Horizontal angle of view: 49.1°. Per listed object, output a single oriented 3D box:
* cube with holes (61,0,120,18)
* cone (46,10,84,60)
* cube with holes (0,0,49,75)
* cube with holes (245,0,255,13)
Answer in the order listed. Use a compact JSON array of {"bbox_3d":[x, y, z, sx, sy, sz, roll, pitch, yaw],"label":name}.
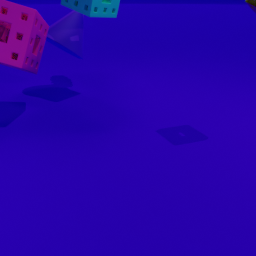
[{"bbox_3d":[-0.935,-3.663,7.435,1.094,1.094,1.094,31,33,25],"label":"cube with holes"},{"bbox_3d":[-1.716,-3.150,8.629,1.494,1.499,1.494,28,3,-2],"label":"cone"},{"bbox_3d":[-2.779,-2.122,6.576,1.286,1.286,1.286,15,4,-5],"label":"cube with holes"},{"bbox_3d":[2.727,-2.213,4.853,0.766,0.766,0.766,19,29,-38],"label":"cube with holes"}]
